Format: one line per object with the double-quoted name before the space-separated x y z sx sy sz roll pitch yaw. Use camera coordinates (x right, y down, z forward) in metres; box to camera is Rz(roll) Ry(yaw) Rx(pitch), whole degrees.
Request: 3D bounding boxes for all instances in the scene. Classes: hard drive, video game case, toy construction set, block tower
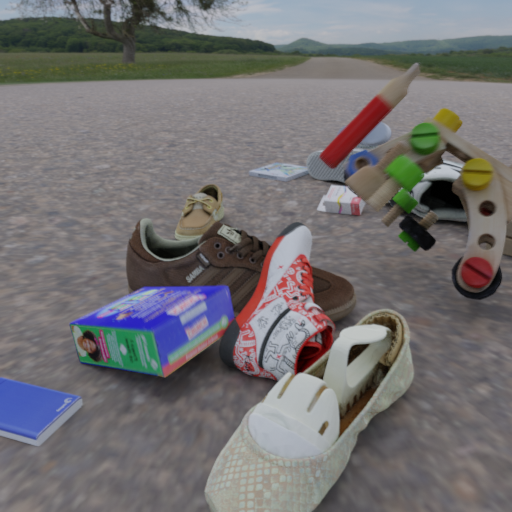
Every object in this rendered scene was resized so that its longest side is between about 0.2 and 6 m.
"hard drive" -2.172 1.399 5.113 0.938 0.119 0.619 8 23 19
"video game case" 0.629 -2.109 14.030 1.132 0.137 1.241 15 26 33
"toy construction set" 2.454 -1.202 6.798 3.064 2.354 2.555 32 15 -45
"block tower" 5.221 -0.805 9.662 0.970 0.907 3.357 21 30 41

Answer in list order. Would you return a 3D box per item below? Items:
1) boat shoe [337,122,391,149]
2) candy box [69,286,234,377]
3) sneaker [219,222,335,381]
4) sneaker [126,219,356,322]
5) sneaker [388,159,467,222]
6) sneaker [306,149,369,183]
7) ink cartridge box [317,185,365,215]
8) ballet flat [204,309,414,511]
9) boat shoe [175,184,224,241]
"boat shoe" 2.514 -2.585 12.412 0.654 0.566 1.533 18 -5 -34
"candy box" -1.072 0.732 5.881 1.339 0.516 1.132 -4 16 39
"sneaker" 0.459 0.486 5.916 0.991 0.617 1.849 13 59 32
"sneaker" -0.237 0.171 6.883 2.939 1.110 1.035 3 22 9
"sneaker" 3.072 -1.378 10.709 3.242 1.201 1.435 18 25 39
"sneaker" 2.394 -2.113 12.963 1.043 0.941 2.545 -20 30 -36
"ink cartridge box" 1.665 -1.103 10.993 0.894 0.302 0.520 7 46 24
"ballet flat" 0.523 1.178 4.671 0.921 0.852 2.732 15 26 32
"boat shoe" -1.006 -0.790 9.944 0.739 0.663 1.997 1 21 4
